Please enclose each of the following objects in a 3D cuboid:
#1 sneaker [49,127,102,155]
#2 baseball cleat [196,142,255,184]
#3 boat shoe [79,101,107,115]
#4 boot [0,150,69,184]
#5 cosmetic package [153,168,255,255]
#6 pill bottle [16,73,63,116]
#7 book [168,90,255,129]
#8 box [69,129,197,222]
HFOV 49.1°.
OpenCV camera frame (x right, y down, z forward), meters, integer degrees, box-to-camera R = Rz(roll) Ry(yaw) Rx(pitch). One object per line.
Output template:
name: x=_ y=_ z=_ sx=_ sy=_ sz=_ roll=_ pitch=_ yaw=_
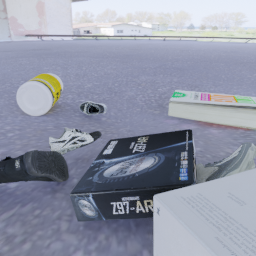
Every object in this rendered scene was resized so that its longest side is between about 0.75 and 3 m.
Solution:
sneaker: x=-1.190 y=0.198 z=6.365 sx=1.227 sy=0.543 sz=0.455 roll=-20 pitch=6 yaw=-26
baseball cleat: x=1.849 y=0.767 z=5.496 sx=1.160 sy=0.760 sz=2.180 roll=7 pitch=20 yaw=31
boat shoe: x=-1.264 y=-0.629 z=9.303 sx=1.216 sy=0.449 sz=0.415 roll=14 pitch=20 yaw=38
boot: x=-2.240 y=0.893 z=5.341 sx=1.805 sy=0.592 sz=1.488 roll=-16 pitch=-21 yaw=10
cosmetic package: x=1.551 y=1.440 z=2.992 sx=1.940 sy=1.192 sz=1.933 roll=-7 pitch=19 yaw=-22
pill bottle: x=-3.066 y=-1.301 z=10.106 sx=1.191 sy=1.191 sz=2.084 roll=0 pitch=22 yaw=1
book: x=2.930 y=-0.711 z=9.133 sx=2.989 sy=0.718 sz=1.997 roll=7 pitch=20 yaw=13
box: x=0.276 y=0.737 z=5.065 sx=1.860 sy=0.505 sz=2.322 roll=-8 pitch=17 yaw=16
